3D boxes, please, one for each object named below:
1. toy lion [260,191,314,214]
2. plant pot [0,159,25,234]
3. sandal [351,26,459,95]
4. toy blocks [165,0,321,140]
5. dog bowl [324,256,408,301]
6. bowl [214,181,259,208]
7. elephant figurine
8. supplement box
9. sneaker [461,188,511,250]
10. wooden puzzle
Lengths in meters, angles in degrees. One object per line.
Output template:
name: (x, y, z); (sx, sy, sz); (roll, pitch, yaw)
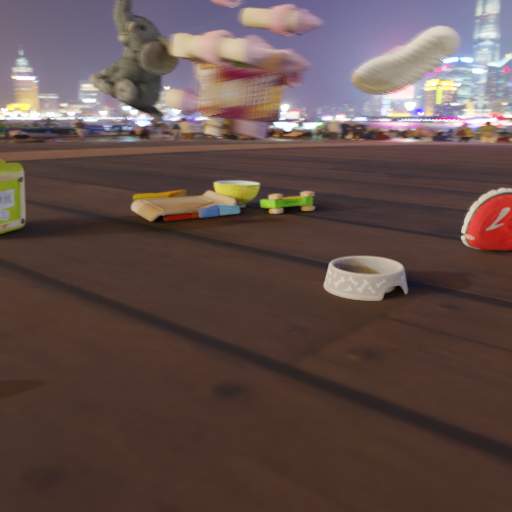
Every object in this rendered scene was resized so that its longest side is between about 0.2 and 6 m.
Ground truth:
toy lion: (0.750, -1.396, 14.476); (1.461, 0.502, 1.401); (-7, 9, -26)
plant pot: (-5.723, -1.218, 11.435); (1.510, 1.655, 1.664); (11, 17, 17)
sandal: (2.447, -3.186, 9.168); (0.785, 0.474, 1.928); (36, -31, -32)
toy blocks: (0.039, -3.219, 9.656); (2.183, 2.594, 2.424); (19, 15, 30)
dog bowl: (1.571, 0.292, 8.032); (1.201, 0.352, 1.201); (0, 14, 0)
bowl: (-0.515, -1.611, 14.734); (1.186, 0.638, 1.186); (2, 13, 0)
elephant figurine: (-2.081, -3.670, 10.205); (1.324, 1.871, 1.452); (29, 8, 6)
supplement box: (-0.194, -1.932, 6.667); (0.897, 0.587, 0.463); (1, 21, -11)
sneaker: (5.062, -0.554, 9.907); (2.907, 1.119, 1.234); (-4, 20, -15)
wooden puzzle: (-1.815, -1.200, 13.813); (2.329, 0.404, 3.453); (-9, 17, -17)
